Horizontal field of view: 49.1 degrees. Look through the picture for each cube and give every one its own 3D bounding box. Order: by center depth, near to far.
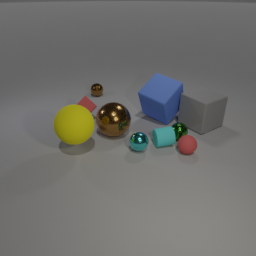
[{"bbox_3d":[3.155,-0.778,11.955,1.400,1.400,1.400,-19,34,-32],"label":"cube"},{"bbox_3d":[1.483,-1.287,12.284,1.400,1.400,1.400,28,64,30],"label":"cube"},{"bbox_3d":[-1.924,-0.873,12.412,0.700,0.700,0.700,-51,9,-22],"label":"cube"}]

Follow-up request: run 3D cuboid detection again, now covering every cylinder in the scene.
[{"bbox_3d":[1.354,0.333,10.622,0.700,0.700,0.700,-9,29,-10],"label":"cylinder"}]

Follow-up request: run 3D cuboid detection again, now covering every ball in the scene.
[{"bbox_3d":[-1.879,-0.118,9.781,1.400,1.400,1.400,0,28,0],"label":"ball"},{"bbox_3d":[2.157,0.601,10.162,0.700,0.700,0.700,0,28,0],"label":"ball"},{"bbox_3d":[0.401,0.493,10.235,0.700,0.700,0.700,0,28,0],"label":"ball"},{"bbox_3d":[2.011,0.129,11.051,0.700,0.700,0.700,0,28,0],"label":"ball"},{"bbox_3d":[-0.580,-0.334,11.217,1.400,1.400,1.400,0,28,0],"label":"ball"},{"bbox_3d":[-1.685,-2.076,15.180,0.700,0.700,0.700,0,28,0],"label":"ball"}]
